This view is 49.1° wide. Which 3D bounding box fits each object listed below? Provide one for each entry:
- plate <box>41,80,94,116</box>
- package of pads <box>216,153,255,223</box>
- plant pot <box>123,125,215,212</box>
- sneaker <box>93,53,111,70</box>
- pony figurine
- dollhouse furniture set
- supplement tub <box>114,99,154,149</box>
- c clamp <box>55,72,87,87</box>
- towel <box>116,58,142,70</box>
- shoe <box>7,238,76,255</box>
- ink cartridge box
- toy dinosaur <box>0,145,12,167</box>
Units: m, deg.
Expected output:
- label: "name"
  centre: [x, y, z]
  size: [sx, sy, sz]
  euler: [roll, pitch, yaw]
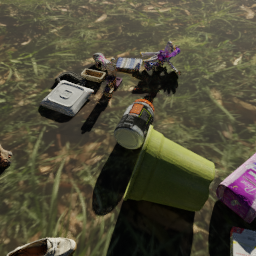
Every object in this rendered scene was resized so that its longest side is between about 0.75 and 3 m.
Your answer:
- label: "plate"
  centre: [-2.636, -1.386, 12.102]
  size: [1.732, 0.280, 1.728]
  euler: [20, 54, 18]
- label: "package of pads"
  centre: [3.921, 1.749, 8.706]
  size: [2.166, 0.820, 1.305]
  euler: [-30, 50, -26]
- label: "plant pot"
  centre: [1.264, 1.383, 8.298]
  size: [2.160, 2.349, 2.349]
  euler: [21, 48, 4]
- label: "sneaker"
  centre: [-1.396, -3.277, 13.828]
  size: [0.581, 0.535, 1.316]
  euler: [-23, 50, -33]
- label: "pony figurine"
  centre: [1.704, -3.414, 13.543]
  size: [2.008, 1.672, 1.939]
  euler: [-15, 36, 6]
- label: "dollhouse furniture set"
  centre: [-1.361, -2.467, 12.523]
  size: [1.885, 1.338, 1.494]
  euler: [15, 47, 14]
- label: "supplement tub"
  centre: [0.298, -0.198, 10.434]
  size: [1.119, 1.119, 1.827]
  euler: [16, 47, 15]
- label: "c clamp"
  centre: [-2.735, -2.089, 12.933]
  size: [1.465, 0.232, 1.715]
  euler: [-34, 55, -29]
- label: "towel"
  centre: [0.057, -3.231, 14.132]
  size: [1.261, 0.150, 0.926]
  euler: [7, 48, 9]
- label: "shoe"
  centre: [-2.280, 3.293, 7.408]
  size: [1.795, 0.479, 0.628]
  euler: [-10, 46, -10]
- label: "ink cartridge box"
  centre: [3.119, 3.199, 7.587]
  size: [0.620, 0.356, 0.854]
  euler: [11, 46, 11]
- label: "toy dinosaur"
  centre: [-5.471, 0.514, 9.784]
  size: [2.723, 1.169, 1.845]
  euler: [-3, 60, 10]
